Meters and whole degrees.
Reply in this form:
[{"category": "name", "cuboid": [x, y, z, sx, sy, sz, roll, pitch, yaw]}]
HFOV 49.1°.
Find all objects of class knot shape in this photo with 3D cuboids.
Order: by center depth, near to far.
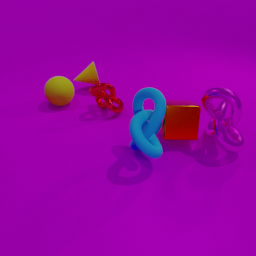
[{"category": "knot shape", "cuboid": [0.508, -0.182, 7.333, 0.862, 1.745, 1.865, 4, 7, 3]}, {"category": "knot shape", "cuboid": [2.674, -0.120, 7.784, 0.852, 1.844, 1.726, -15, 62, 5]}, {"category": "knot shape", "cuboid": [-0.808, -1.082, 9.639, 0.635, 1.375, 1.287, -52, 32, -12]}]

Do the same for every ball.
[{"category": "ball", "cuboid": [-2.451, -1.319, 10.011, 1.046, 1.046, 1.046, 0, 34, 0]}]

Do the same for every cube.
[{"category": "cube", "cuboid": [1.466, -0.259, 8.180, 0.986, 0.986, 0.986, 1, 15, -4]}]

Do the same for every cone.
[{"category": "cone", "cuboid": [-1.672, -1.995, 10.953, 0.963, 0.960, 0.960, -17, 35, -3]}]
